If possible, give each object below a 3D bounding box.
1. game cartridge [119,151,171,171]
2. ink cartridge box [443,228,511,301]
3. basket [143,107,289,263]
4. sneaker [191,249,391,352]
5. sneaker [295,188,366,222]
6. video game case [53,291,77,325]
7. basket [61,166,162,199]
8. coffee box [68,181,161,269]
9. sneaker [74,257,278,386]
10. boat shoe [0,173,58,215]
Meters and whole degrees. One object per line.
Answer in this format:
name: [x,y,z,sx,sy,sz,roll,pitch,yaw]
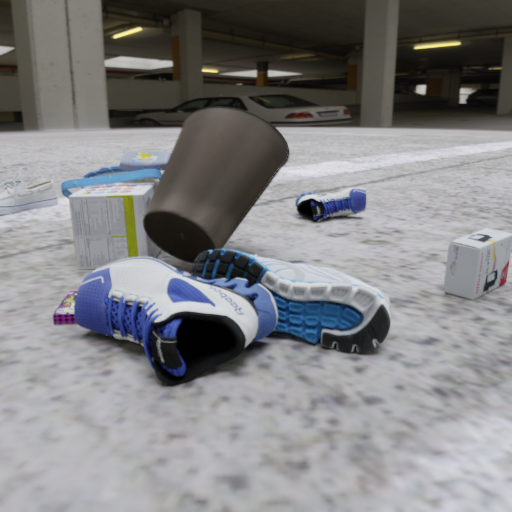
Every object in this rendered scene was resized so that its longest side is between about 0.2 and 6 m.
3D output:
game cartridge: [-2.173,-1.861,10.998,0.949,0.192,0.633,0,37,-2]
ink cartridge box: [3.621,0.125,9.100,1.225,0.893,0.507,-16,25,-41]
basket: [-0.876,-1.247,10.184,2.255,1.701,2.501,12,55,22]
sneaker: [0.486,0.547,7.781,2.887,1.082,1.251,15,15,19]
sneaker: [1.830,-1.208,14.066,1.861,0.752,1.075,-3,19,15]
video game case: [-2.335,0.741,8.263,1.063,0.190,0.963,-1,16,-4]
basket: [-2.753,-1.196,11.644,1.937,1.528,2.196,-7,-18,1]
coffee box: [-2.627,-0.605,10.650,1.370,1.385,1.383,-2,16,1]
sneaker: [-1.149,0.742,6.752,2.604,1.052,1.504,6,15,13]
boat shoe: [-6.466,-1.736,15.134,0.879,1.014,2.378,13,21,37]
